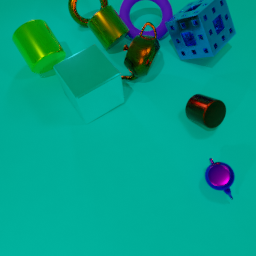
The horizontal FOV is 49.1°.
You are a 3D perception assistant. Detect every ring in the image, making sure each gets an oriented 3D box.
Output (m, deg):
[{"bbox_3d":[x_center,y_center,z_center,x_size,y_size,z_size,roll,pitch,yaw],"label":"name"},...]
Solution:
[{"bbox_3d":[-1.409,-4.360,10.029,1.460,1.460,0.292,-15,42,-9],"label":"ring"},{"bbox_3d":[0.641,-4.005,9.961,1.925,0.385,1.925,0,87,-1],"label":"ring"}]

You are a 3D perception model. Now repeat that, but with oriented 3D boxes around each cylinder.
[{"bbox_3d":[-2.756,-2.513,8.734,1.205,1.205,1.205,-32,88,-18],"label":"cylinder"},{"bbox_3d":[-0.647,-3.348,9.393,1.043,1.043,1.043,-41,99,-23],"label":"cylinder"},{"bbox_3d":[2.132,-0.479,7.723,0.796,0.796,0.796,-27,29,-16],"label":"cylinder"}]

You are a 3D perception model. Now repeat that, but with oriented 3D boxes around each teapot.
[{"bbox_3d":[2.281,1.228,6.889,0.700,0.551,1.126,-29,66,13],"label":"teapot"},{"bbox_3d":[0.311,-2.175,8.513,1.019,2.082,1.294,26,29,2],"label":"teapot"}]

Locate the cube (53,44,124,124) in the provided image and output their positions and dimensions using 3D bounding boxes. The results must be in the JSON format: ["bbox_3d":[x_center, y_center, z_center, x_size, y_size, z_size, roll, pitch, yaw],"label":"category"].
[{"bbox_3d":[-1.065,-1.233,7.995,1.362,1.362,1.362,-32,64,-13],"label":"cube"}]

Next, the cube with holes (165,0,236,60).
[{"bbox_3d":[2.309,-3.169,8.889,1.354,1.354,1.354,-45,30,-23],"label":"cube with holes"}]
